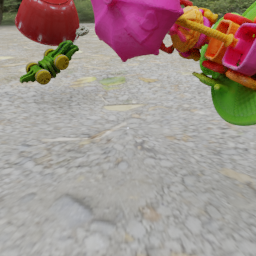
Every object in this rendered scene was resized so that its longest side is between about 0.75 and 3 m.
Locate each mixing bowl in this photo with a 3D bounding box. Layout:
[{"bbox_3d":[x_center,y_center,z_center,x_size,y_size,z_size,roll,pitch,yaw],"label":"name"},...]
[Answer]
[{"bbox_3d":[-2.420,-3.644,8.708,2.059,1.115,2.059,10,52,-13],"label":"mixing bowl"}]

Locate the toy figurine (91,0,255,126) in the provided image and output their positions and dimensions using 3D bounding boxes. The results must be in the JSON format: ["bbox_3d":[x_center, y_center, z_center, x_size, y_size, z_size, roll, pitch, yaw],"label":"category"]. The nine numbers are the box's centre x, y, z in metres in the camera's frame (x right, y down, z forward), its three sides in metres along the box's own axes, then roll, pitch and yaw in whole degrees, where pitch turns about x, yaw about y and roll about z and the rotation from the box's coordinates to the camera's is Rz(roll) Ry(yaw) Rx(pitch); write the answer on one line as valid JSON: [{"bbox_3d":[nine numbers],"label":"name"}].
[{"bbox_3d":[0.700,-1.448,3.815,2.457,2.004,2.670,17,21,-18],"label":"toy figurine"}]

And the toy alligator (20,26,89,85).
[{"bbox_3d":[-1.386,-1.376,5.673,1.780,0.428,0.590,-42,51,-13],"label":"toy alligator"}]
